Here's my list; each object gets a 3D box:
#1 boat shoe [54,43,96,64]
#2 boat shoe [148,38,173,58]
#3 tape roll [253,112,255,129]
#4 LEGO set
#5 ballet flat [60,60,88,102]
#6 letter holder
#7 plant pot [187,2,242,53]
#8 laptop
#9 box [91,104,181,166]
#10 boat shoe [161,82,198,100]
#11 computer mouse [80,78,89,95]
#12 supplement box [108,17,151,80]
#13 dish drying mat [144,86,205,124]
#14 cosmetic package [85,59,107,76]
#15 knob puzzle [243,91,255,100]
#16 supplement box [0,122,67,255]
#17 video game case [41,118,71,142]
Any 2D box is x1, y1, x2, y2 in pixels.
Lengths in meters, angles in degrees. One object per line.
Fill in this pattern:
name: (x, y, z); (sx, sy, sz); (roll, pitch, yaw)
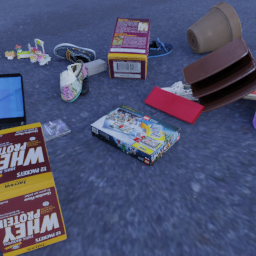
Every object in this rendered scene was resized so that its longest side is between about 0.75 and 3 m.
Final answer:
boat shoe: (-2.719, -3.569, 13.661); (2.184, 0.773, 0.992); (9, 33, 9)
boat shoe: (1.447, -4.144, 14.488); (2.175, 0.747, 0.915); (-23, 42, -28)
tape roll: (5.167, -0.247, 9.330); (1.773, 0.582, 1.773); (0, 35, 0)
LEGO set: (-4.938, -3.892, 13.974); (2.549, 0.949, 1.172); (15, 39, 20)
ballet flat: (-2.270, -2.057, 11.459); (0.902, 0.929, 2.609); (-11, 34, 16)
letter holder: (3.122, -1.681, 9.371); (2.208, 1.110, 1.569); (-26, 45, 29)
plant pot: (4.281, -4.941, 14.522); (2.116, 2.426, 2.426); (-24, 40, -4)
laptop: (-4.659, -0.346, 8.696); (2.573, 1.500, 2.904); (-5, 37, -6)
box: (0.230, 0.128, 8.921); (2.382, 0.449, 1.627); (26, 43, 30)
boat shoe: (1.997, -1.505, 10.941); (1.993, 0.691, 0.706); (-2, 36, -2)
computer mouse: (-1.814, -1.725, 11.680); (0.454, 0.263, 1.548); (-22, 31, 7)
supplement box: (0.128, -3.695, 12.833); (1.640, 1.273, 2.972); (4, 53, 5)
dish drying mat: (1.639, -0.850, 10.195); (2.147, 0.195, 0.825); (28, 78, 34)
cosmetic package: (-1.556, -2.801, 12.935); (1.030, 0.464, 0.550); (-27, 43, -27)
knob puzzle: (4.925, -1.928, 11.168); (3.254, 0.451, 3.254); (-9, 27, 5)
supplement box: (-2.271, 1.285, 6.105); (1.298, 1.928, 1.955); (-13, 38, -17)
video game case: (-2.631, 0.093, 9.264); (1.245, 0.118, 0.890); (-19, 41, -26)
